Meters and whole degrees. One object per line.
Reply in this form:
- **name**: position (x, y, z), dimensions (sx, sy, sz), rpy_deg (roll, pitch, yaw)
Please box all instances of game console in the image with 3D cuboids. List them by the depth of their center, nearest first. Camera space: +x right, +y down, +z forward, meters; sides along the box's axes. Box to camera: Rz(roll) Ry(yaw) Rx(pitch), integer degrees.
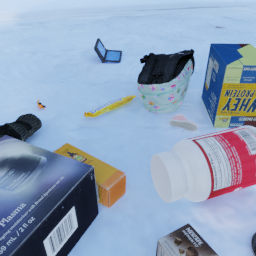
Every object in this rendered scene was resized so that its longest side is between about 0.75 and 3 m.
- **game console**: position (-1.111, -4.435, 15.945), dimensions (0.963, 1.389, 1.627), rpy_deg (-22, 34, 19)

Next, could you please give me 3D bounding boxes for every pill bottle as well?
- **pill bottle**: position (2.158, 0.971, 7.351), dimensions (2.902, 1.629, 1.629), rpy_deg (-12, 36, -16)

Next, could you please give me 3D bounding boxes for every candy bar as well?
- **candy bar**: position (-0.694, -0.884, 11.209), dimensions (2.494, 0.276, 0.622), rpy_deg (-27, 23, -38)

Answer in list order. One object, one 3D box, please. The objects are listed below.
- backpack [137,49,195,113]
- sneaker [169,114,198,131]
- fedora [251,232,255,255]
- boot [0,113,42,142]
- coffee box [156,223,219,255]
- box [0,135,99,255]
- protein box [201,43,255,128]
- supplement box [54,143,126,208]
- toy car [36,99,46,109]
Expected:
- **backpack**: position (1.511, -1.936, 11.425), dimensions (2.405, 1.824, 2.882), rpy_deg (-5, 34, 26)
- **sneaker**: position (2.101, -0.237, 10.247), dimensions (1.057, 0.398, 0.553), rpy_deg (13, 41, 26)
- **fedora**: position (3.358, 2.497, 5.982), dimensions (1.360, 0.614, 1.203), rpy_deg (-7, 35, -11)
- **boot**: position (-4.130, 0.015, 9.506), dimensions (2.016, 0.759, 1.507), rpy_deg (17, 43, 6)
- **coffee box**: position (1.345, 2.782, 5.548), dimensions (0.872, 0.616, 1.543), rpy_deg (-18, 38, -24)
- **box**: position (-2.560, 1.802, 6.058), dimensions (2.759, 1.714, 2.781), rpy_deg (15, 36, 23)
- **protein box**: position (3.945, -1.638, 10.527), dimensions (1.621, 2.402, 2.385), rpy_deg (1, 34, 1)
- **supplement box**: position (-1.160, 1.239, 7.745), dimensions (2.287, 0.787, 0.761), rpy_deg (25, 40, 29)
- **toy car**: position (-3.609, -0.931, 11.557), dimensions (0.258, 0.380, 0.775), rpy_deg (-52, 25, 2)
